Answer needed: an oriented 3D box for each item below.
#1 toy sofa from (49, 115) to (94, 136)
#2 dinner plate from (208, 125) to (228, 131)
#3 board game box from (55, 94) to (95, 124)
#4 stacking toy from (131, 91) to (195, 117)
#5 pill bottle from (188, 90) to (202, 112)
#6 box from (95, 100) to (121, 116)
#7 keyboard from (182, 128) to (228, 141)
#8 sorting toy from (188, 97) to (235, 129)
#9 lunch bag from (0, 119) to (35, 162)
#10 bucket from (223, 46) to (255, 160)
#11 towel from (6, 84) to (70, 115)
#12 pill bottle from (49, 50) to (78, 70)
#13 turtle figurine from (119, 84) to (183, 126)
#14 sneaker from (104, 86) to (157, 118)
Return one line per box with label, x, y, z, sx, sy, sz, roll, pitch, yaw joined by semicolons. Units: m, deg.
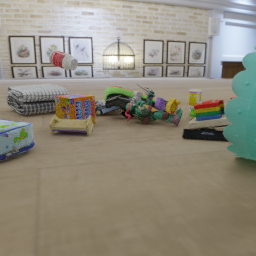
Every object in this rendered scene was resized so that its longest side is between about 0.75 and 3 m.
toy sofa;-1.923;-0.012;9.633;1.397;0.682;0.578;2;38;7
dinner plate;3.768;-0.127;10.005;1.833;0.222;1.833;-12;6;1
board game box;-2.090;-0.713;11.108;1.135;1.134;1.135;-12;18;-43
stacking toy;1.643;-0.854;12.102;2.038;0.635;2.703;17;1;38
pill bottle;3.142;-1.251;13.170;0.568;1.089;0.568;2;10;0
box;-0.957;-1.159;13.868;1.428;0.394;2.091;-18;14;-2
keyboard;2.615;0.213;9.248;1.587;0.204;0.953;4;20;13
sorting toy;3.609;-0.687;10.410;2.418;0.841;2.403;-7;6;23
lunch bag;-3.687;0.253;7.555;2.075;0.855;1.668;6;16;26
bucket;3.706;-0.411;6.432;1.897;2.916;2.916;19;22;39
towel;-4.612;-1.447;14.213;2.433;1.257;2.938;-11;19;-36
pill bottle;-1.976;-2.072;8.630;0.855;0.480;0.480;25;23;25
turtle figurine;0.866;-0.800;11.263;2.521;1.269;1.887;17;32;1
sneaker;0.291;-1.005;12.581;2.937;1.230;1.127;15;11;-16
